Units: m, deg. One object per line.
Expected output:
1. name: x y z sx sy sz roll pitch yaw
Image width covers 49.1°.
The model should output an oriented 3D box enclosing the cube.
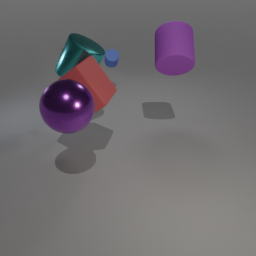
1. cube: -1.426 -1.177 8.774 1.400 1.400 1.400 -30 17 24

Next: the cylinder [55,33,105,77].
1. cylinder: -1.730 -2.432 10.100 1.400 1.400 1.400 25 28 -15

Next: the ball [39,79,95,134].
1. ball: -1.555 -0.552 7.209 1.400 1.400 1.400 0 29 0

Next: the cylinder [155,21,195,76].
1. cylinder: 1.664 -2.832 10.075 1.400 1.400 1.400 1 70 2

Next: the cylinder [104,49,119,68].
1. cylinder: -0.833 -3.545 14.277 0.700 0.700 0.700 -5 -13 -9
